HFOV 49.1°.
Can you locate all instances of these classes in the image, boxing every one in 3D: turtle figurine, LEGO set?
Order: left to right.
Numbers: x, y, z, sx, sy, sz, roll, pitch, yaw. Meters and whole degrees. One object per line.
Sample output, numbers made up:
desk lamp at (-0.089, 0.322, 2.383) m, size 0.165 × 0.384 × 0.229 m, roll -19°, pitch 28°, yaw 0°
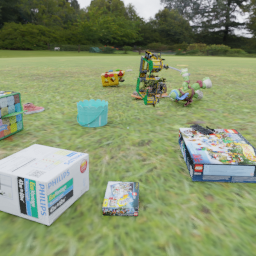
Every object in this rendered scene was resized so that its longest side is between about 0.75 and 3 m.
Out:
LEGO set at (1.095, -1.809, 10.315) m, size 1.140 × 1.967 × 1.512 m, roll -3°, pitch 22°, yaw -19°
turtle figurine at (2.682, -2.105, 13.643) m, size 2.354 × 1.747 × 2.428 m, roll -7°, pitch 22°, yaw -33°

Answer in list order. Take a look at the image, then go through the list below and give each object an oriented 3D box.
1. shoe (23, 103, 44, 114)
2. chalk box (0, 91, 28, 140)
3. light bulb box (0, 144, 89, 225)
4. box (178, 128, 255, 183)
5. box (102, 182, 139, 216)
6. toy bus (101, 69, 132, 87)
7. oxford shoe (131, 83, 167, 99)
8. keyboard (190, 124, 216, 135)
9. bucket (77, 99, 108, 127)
shoe at (-4.012, -0.882, 11.934) m, size 0.334 × 0.426 × 0.936 m, roll 16°, pitch 24°, yaw 40°
chalk box at (-4.348, -0.444, 9.102) m, size 2.210 × 1.370 × 1.379 m, roll 7°, pitch 18°, yaw 18°
light bulb box at (-1.677, 0.998, 5.423) m, size 1.378 × 0.860 × 1.365 m, roll 8°, pitch 19°, yaw 22°
box at (2.320, 0.607, 7.271) m, size 1.704 × 0.470 × 2.495 m, roll 1°, pitch 18°, yaw 2°
box at (-0.113, 1.353, 5.444) m, size 0.650 × 0.179 × 0.952 m, roll 1°, pitch 18°, yaw 3°
toy bus at (-0.846, -3.173, 18.121) m, size 1.765 × 0.967 × 1.871 m, roll -24°, pitch 26°, yaw -39°
oxford shoe at (1.117, -1.969, 14.716) m, size 2.119 × 0.772 × 0.755 m, roll -10°, pitch 21°, yaw -29°
keyboard at (2.212, 0.019, 8.171) m, size 0.515 × 0.084 × 0.811 m, roll -6°, pitch 20°, yaw -18°
bucket at (-1.301, -0.554, 10.335) m, size 1.227 × 0.798 × 1.227 m, roll 0°, pitch 18°, yaw 0°
